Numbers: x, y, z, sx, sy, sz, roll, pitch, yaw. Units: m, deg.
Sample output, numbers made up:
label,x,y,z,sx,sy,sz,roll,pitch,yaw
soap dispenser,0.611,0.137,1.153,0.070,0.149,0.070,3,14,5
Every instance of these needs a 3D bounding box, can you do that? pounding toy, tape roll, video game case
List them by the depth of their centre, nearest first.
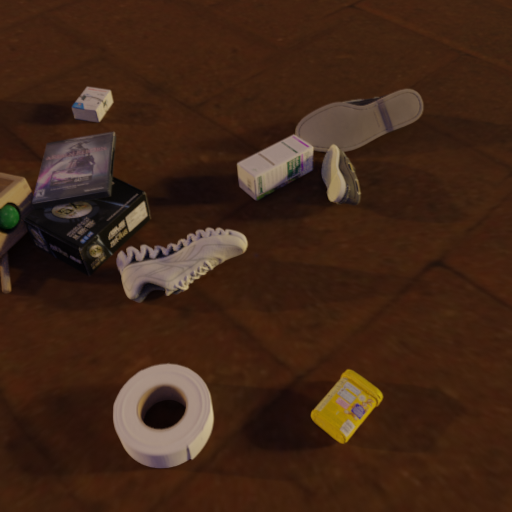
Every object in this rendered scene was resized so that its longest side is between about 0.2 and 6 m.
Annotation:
label,x,y,z,sx,sy,sz,roll,pitch,yaw
tape roll,-1.393,2.418,8.530,1.484,0.519,1.484,0,48,0
pounding toy,-5.132,-0.534,10.729,1.916,1.362,1.764,13,48,23
video game case,-3.621,-1.773,11.310,1.477,0.196,2.067,-10,46,-1

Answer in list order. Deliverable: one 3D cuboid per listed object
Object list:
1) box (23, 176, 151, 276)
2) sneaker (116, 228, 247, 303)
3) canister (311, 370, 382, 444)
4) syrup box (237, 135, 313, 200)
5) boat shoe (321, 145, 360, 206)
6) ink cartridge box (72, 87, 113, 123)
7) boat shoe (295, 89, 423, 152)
label,x,y,z,sx,sy,sz,roll,pitch,yaw
box,-3.274,-0.733,11.035,1.515,0.797,1.850,26,54,21
sneaker,-1.299,0.189,10.207,2.428,0.912,0.984,-15,63,4
canister,1.393,2.334,8.687,0.708,0.413,0.954,34,59,26
syrup box,0.433,-1.932,12.135,1.634,0.643,0.665,-30,51,-23
boat shoe,1.822,-1.719,12.006,0.561,0.670,1.875,17,39,-16
ink cartridge box,-4.049,-3.753,13.888,0.659,0.387,0.900,10,52,9
boat shoe,2.343,-3.127,13.230,3.105,1.128,0.974,-18,9,-8
